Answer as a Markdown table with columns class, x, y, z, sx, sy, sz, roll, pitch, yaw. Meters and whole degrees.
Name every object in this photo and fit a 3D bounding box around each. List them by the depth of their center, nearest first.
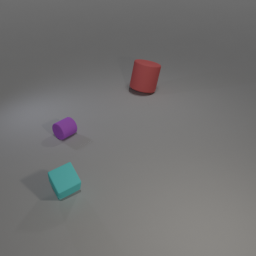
| class | x | y | z | sx | sy | sz | roll | pitch | yaw |
| --- | --- | --- | --- | --- | --- | --- | --- | --- | --- |
| cube | -1.821 | 1.527 | 8.045 | 0.700 | 0.700 | 0.700 | -25 | 69 | -23 |
| cylinder | -2.472 | 0.012 | 10.957 | 0.700 | 0.700 | 0.700 | 22 | 38 | 32 |
| cylinder | 0.889 | -2.709 | 14.571 | 1.400 | 1.400 | 1.400 | 10 | 24 | -4 |
